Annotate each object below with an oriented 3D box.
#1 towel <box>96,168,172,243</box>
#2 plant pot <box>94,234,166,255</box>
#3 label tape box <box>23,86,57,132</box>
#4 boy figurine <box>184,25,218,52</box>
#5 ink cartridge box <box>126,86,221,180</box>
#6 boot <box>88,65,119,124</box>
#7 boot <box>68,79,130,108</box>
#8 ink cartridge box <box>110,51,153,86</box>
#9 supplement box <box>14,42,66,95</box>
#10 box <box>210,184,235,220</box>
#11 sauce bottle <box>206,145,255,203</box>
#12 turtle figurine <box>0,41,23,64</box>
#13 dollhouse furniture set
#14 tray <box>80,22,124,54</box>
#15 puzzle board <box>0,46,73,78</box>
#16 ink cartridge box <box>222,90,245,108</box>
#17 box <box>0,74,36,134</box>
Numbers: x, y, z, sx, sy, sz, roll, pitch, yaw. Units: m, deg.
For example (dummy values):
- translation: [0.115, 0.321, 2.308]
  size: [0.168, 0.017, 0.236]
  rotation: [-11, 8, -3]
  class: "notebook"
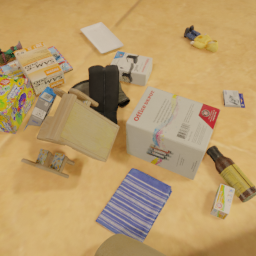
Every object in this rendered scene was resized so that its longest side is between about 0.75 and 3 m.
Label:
- translation: [0.249, 2.439, 8.986]
  size: [1.626, 0.268, 2.247]
  rotation: [25, 57, 19]
  class: "towel"
- translation: [0.272, 3.831, 6.914]
  size: [2.258, 2.258, 2.411]
  rotation: [-35, 45, -24]
  class: "plant pot"
- translation: [-3.150, -0.608, 10.199]
  size: [0.488, 1.542, 1.112]
  rotation: [27, 25, -12]
  class: "label tape box"
- translation: [3.669, -4.403, 14.044]
  size: [1.203, 0.623, 1.935]
  rotation: [-28, 55, -23]
  class: "boy figurine"
- translation: [1.461, 0.146, 9.692]
  size: [2.636, 1.906, 1.915]
  rotation: [21, 56, 15]
  class: "ink cartridge box"
- translation: [-1.420, -1.157, 10.748]
  size: [2.207, 0.879, 2.677]
  rotation: [3, 78, -10]
  class: "boot"
- translation: [-1.208, -1.269, 11.564]
  size: [2.370, 0.802, 1.548]
  rotation: [-20, 65, -8]
  class: "boot"
- translation: [0.145, -2.698, 12.647]
  size: [1.698, 0.711, 1.232]
  rotation: [14, 54, 11]
  class: "ink cartridge box"
- translation: [-3.867, -2.663, 12.249]
  size: [1.406, 0.820, 2.231]
  rotation: [-27, 59, -19]
  class: "supplement box"
- translation: [3.006, 2.336, 8.899]
  size: [0.471, 0.523, 0.930]
  rotation: [20, 56, 15]
  class: "box"
- translation: [3.451, 1.482, 9.469]
  size: [0.677, 0.677, 2.093]
  rotation: [-20, 55, -15]
  class: "sauce bottle"
- translation: [-5.864, -3.453, 13.066]
  size: [1.857, 1.390, 0.935]
  rotation: [-20, 89, -21]
  class: "turtle figurine"
- translation: [-2.053, -0.008, 8.520]
  size: [2.929, 1.906, 2.691]
  rotation: [7, 70, 43]
  class: "dollhouse furniture set"
- translation: [-1.360, -4.590, 14.394]
  size: [1.303, 0.269, 2.427]
  rotation: [-25, 56, -19]
  class: "tray"
- translation: [-4.302, -2.838, 13.066]
  size: [2.825, 0.246, 2.129]
  rotation: [-28, 58, -21]
  class: "puzzle board"
- translation: [4.500, -1.241, 11.871]
  size: [0.880, 0.179, 0.878]
  rotation: [4, 53, 3]
  class: "ink cartridge box"
- translation: [-5.031, -1.017, 11.057]
  size: [1.900, 1.203, 1.973]
  rotation: [10, 54, 7]
  class: "box"
